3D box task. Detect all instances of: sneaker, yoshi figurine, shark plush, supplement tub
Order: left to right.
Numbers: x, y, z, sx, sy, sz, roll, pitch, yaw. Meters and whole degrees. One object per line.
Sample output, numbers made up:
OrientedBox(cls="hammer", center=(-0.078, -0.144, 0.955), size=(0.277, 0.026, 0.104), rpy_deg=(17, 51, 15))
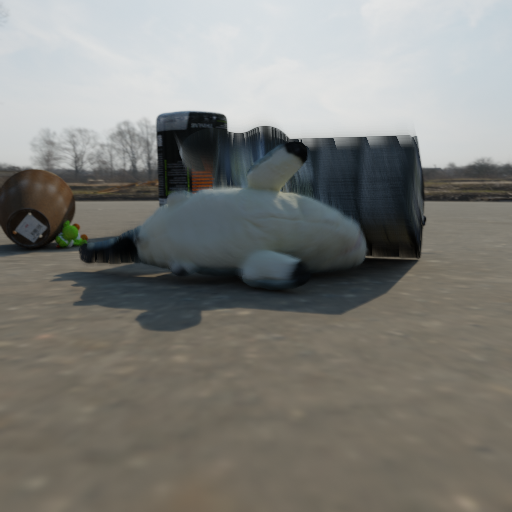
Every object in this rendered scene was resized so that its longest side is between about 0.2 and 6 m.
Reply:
OrientedBox(cls="yoshi figurine", center=(-3.283, -0.377, 10.057), size=(0.500, 0.498, 0.890), rpy_deg=(7, 10, 1))
OrientedBox(cls="supplement tub", center=(-1.499, -1.970, 13.388), size=(1.714, 2.798, 1.714), rpy_deg=(0, 8, 0))
OrientedBox(cls="shark plush", center=(-0.507, 0.027, 6.604), size=(3.465, 1.574, 1.443), rpy_deg=(-16, -20, 13))
OrientedBox(cls="sneaker", center=(-0.507, -1.439, 9.375), size=(2.231, 1.347, 0.933), rpy_deg=(-16, 60, -43))

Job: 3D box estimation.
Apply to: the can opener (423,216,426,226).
OrientedBox(cls="can opener", center=(4.057, -0.950, 15.212), size=(1.144, 0.363, 0.450), rpy_deg=(6, 10, 36))

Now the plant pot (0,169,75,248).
OrientedBox(cls="plant pot", center=(-3.966, -0.708, 9.974), size=(1.398, 1.398, 1.495), rpy_deg=(-2, 20, -16))

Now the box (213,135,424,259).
OrientedBox(cls="box", center=(0.971, -0.747, 7.877), size=(2.592, 1.116, 2.122), rpy_deg=(2, -11, 20))
